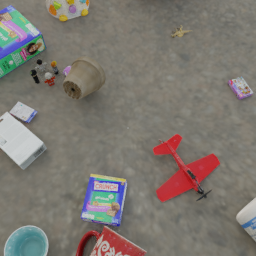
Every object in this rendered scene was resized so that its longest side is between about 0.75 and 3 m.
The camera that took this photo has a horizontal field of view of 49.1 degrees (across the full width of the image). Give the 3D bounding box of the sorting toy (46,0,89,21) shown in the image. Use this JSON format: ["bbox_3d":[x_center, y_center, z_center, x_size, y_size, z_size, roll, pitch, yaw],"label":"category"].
[{"bbox_3d":[-2.547,-5.631,11.846,1.944,1.750,1.038,-21,65,-10],"label":"sorting toy"}]

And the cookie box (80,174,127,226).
[{"bbox_3d":[-0.705,2.183,8.539,1.158,0.509,1.354,7,63,5],"label":"cookie box"}]

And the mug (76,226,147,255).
[{"bbox_3d":[-0.666,3.833,7.491,1.344,1.788,2.014,39,69,-21],"label":"mug"}]

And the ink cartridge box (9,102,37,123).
[{"bbox_3d":[-3.756,-0.546,10.126,0.896,0.188,0.535,25,66,16],"label":"ink cartridge box"}]

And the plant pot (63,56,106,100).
[{"bbox_3d":[-1.637,-1.654,9.885,1.350,1.350,1.171,23,48,11],"label":"plant pot"}]

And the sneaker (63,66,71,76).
[{"bbox_3d":[-2.264,-1.951,10.789,0.598,0.380,1.049,3,61,16],"label":"sneaker"}]

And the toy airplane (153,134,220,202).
[{"bbox_3d":[1.779,1.204,9.076,2.472,0.455,2.472,0,63,0],"label":"toy airplane"}]

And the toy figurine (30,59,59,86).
[{"bbox_3d":[-3.172,-2.143,10.680,0.932,0.649,0.918,12,64,7],"label":"toy figurine"}]

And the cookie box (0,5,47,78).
[{"bbox_3d":[-4.986,-3.387,11.128,2.554,0.960,2.185,-41,71,-18],"label":"cookie box"}]

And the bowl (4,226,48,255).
[{"bbox_3d":[-2.757,3.399,7.860,1.185,0.620,1.185,0,63,1],"label":"bowl"}]

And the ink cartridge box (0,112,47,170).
[{"bbox_3d":[-3.808,0.399,9.483,1.908,0.481,1.040,37,69,18],"label":"ink cartridge box"}]

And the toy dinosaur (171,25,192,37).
[{"bbox_3d":[2.249,-4.115,11.960,0.941,0.274,0.476,-16,79,0],"label":"toy dinosaur"}]

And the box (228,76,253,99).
[{"bbox_3d":[4.261,-1.526,10.634,0.574,0.164,0.839,-19,64,-9],"label":"box"}]

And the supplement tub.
[{"bbox_3d":[4.295,2.906,7.621,1.507,1.507,2.285,-34,66,-16],"label":"supplement tub"}]
